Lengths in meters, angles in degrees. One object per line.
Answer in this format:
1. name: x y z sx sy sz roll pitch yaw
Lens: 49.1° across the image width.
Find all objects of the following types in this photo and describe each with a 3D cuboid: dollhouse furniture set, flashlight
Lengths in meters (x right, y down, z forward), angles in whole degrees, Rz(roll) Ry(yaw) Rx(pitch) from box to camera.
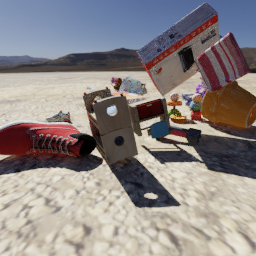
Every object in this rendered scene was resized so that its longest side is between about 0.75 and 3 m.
1. dollhouse furniture set: 0.190 -0.405 8.400 2.552 1.789 1.799 -17 19 -14
2. flashlight: 1.656 0.207 9.662 1.635 0.554 0.556 15 36 31

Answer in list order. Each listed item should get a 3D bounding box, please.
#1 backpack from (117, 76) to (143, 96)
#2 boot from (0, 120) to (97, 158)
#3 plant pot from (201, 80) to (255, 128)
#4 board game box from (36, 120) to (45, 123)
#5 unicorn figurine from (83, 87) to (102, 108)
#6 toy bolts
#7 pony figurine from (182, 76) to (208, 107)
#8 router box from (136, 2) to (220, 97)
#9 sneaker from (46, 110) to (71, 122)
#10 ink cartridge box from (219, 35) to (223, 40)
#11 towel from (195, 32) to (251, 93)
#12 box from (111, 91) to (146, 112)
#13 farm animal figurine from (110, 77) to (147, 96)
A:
1. backpack: 0.104 -2.024 15.830 1.276 1.665 1.464 26 23 22
2. boot: -2.365 0.421 7.988 2.730 0.989 1.969 -7 17 -36
3. plant pot: 4.382 -0.924 11.618 1.994 1.994 1.825 -14 36 -42
4. board game box: -3.846 0.095 10.402 1.788 0.308 1.210 -14 20 -43
5. unicorn figurine: -1.865 -1.980 16.973 2.680 0.990 1.841 -9 18 -32
6. toy bolts: 2.633 -0.979 12.799 1.691 1.173 1.615 1 15 3
7. pony figurine: 4.189 -1.736 15.024 2.388 2.060 2.474 -2 -3 -45
8. router box: 2.084 -2.848 10.810 2.980 0.728 2.675 -35 -27 6
9. sneaker: -3.106 -0.554 12.488 1.095 0.512 0.386 -1 15 -6
10. ink cartridge box: 3.266 -4.175 12.515 1.601 0.534 0.927 26 6 -10
11. towel: 2.665 -1.823 8.170 0.192 1.218 1.692 -23 -3 -24
12. box: -0.107 -1.273 14.287 1.239 0.865 1.627 -15 26 -43
13. farm animal figurine: -0.054 -2.573 19.001 2.509 1.323 2.537 11 8 -5
